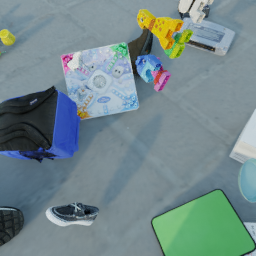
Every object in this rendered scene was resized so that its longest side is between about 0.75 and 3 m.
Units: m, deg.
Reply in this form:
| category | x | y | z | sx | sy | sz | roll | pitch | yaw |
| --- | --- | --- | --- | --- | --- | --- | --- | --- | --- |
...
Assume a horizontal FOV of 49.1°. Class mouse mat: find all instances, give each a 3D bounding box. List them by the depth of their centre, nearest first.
| category | x | y | z | sx | sy | sz | roll | pitch | yaw |
| --- | --- | --- | --- | --- | --- | --- | --- | --- | --- |
| mouse mat | 1.750 | 2.547 | 6.785 | 2.065 | 0.078 | 1.661 | -25 | 52 | 1 |

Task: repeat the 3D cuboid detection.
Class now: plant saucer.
| category | x | y | z | sx | sy | sz | roll | pitch | yaw |
| --- | --- | --- | --- | --- | --- | --- | --- | --- | --- |
| plant saucer | 2.799 | 1.179 | 6.361 | 0.981 | 0.134 | 0.981 | 3 | 84 | -32 |

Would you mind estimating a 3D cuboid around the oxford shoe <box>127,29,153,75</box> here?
| category | x | y | z | sx | sy | sz | roll | pitch | yaw |
| --- | --- | --- | --- | --- | --- | --- | --- | --- | --- |
| oxford shoe | 0.369 | -3.102 | 10.619 | 1.046 | 0.901 | 2.478 | 13 | 56 | 10 |

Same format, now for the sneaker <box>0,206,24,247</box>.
| category | x | y | z | sx | sy | sz | roll | pitch | yaw |
| --- | --- | --- | --- | --- | --- | --- | --- | --- | --- |
| sneaker | -4.116 | 2.289 | 6.692 | 2.994 | 1.134 | 1.311 | -9 | 22 | -26 |

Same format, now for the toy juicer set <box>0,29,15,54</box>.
| category | x | y | z | sx | sy | sz | roll | pitch | yaw |
| --- | --- | --- | --- | --- | --- | --- | --- | --- | --- |
| toy juicer set | -5.819 | -3.405 | 11.073 | 2.433 | 0.662 | 1.548 | 21 | 75 | 10 |

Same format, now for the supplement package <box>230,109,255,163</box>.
| category | x | y | z | sx | sy | sz | roll | pitch | yaw |
| --- | --- | --- | --- | --- | --- | --- | --- | --- | --- |
| supplement package | 4.101 | 0.518 | 8.010 | 1.739 | 0.964 | 1.354 | 28 | 60 | 18 |

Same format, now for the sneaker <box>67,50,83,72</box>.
| category | x | y | z | sx | sy | sz | roll | pitch | yaw |
| --- | --- | --- | --- | --- | --- | --- | --- | --- | --- |
| sneaker | -1.558 | -2.062 | 8.612 | 0.341 | 0.850 | 0.299 | 52 | 49 | 2 |

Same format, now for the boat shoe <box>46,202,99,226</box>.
| category | x | y | z | sx | sy | sz | roll | pitch | yaw |
| --- | --- | --- | --- | --- | --- | --- | --- | --- | --- |
| boat shoe | -1.235 | 1.961 | 6.550 | 0.487 | 1.438 | 0.516 | -52 | 47 | 10 |

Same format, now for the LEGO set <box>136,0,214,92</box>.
| category | x | y | z | sx | sy | sz | roll | pitch | yaw |
| --- | --- | --- | --- | --- | --- | --- | --- | --- | --- |
| LEGO set | 0.799 | -2.389 | 7.333 | 1.133 | 2.969 | 1.219 | -21 | 61 | -40 |

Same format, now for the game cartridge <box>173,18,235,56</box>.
| category | x | y | z | sx | sy | sz | roll | pitch | yaw |
| --- | --- | --- | --- | --- | --- | --- | --- | --- | --- |
| game cartridge | 3.116 | -3.785 | 11.407 | 2.211 | 0.459 | 1.473 | 24 | 54 | 16 |

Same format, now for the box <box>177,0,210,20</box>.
| category | x | y | z | sx | sy | sz | roll | pitch | yaw |
| --- | --- | --- | --- | --- | --- | --- | --- | --- | --- |
| box | 2.897 | -5.270 | 12.417 | 1.197 | 0.472 | 0.845 | -7 | 58 | -5 |

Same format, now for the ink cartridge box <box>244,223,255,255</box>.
| category | x | y | z | sx | sy | sz | roll | pitch | yaw |
| --- | --- | --- | --- | --- | --- | --- | --- | --- | --- |
| ink cartridge box | 3.080 | 2.789 | 6.677 | 1.579 | 0.527 | 0.915 | 1 | 55 | 1 |

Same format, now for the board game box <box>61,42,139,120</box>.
| category | x | y | z | sx | sy | sz | roll | pitch | yaw |
| --- | --- | --- | --- | --- | --- | --- | --- | --- | --- |
| board game box | -0.905 | -1.484 | 8.945 | 2.177 | 0.282 | 2.177 | -11 | 91 | 2 |

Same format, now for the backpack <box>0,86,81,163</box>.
| category | x | y | z | sx | sy | sz | roll | pitch | yaw |
| --- | --- | --- | --- | --- | --- | --- | --- | --- | --- |
| backpack | -2.525 | 0.115 | 7.731 | 2.177 | 1.827 | 1.769 | -5 | 66 | 18 |
